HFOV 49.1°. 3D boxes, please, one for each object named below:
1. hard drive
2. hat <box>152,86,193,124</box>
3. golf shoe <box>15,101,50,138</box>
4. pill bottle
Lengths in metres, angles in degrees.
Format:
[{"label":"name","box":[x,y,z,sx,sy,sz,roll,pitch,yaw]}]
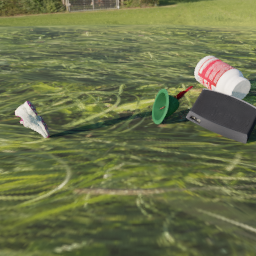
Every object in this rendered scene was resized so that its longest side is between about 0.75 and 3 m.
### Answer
[{"label":"hard drive","box":[2.502,-0.390,7.342,1.658,0.351,1.118,26,70,23]},{"label":"hat","box":[1.403,-0.610,8.169,1.047,1.189,0.985,9,30,-19]},{"label":"golf shoe","box":[-2.401,-0.147,7.090,0.503,1.100,0.414,-29,30,-4]},{"label":"pill bottle","box":[3.476,-1.810,10.358,1.120,1.120,1.995,-11,37,-22]}]
